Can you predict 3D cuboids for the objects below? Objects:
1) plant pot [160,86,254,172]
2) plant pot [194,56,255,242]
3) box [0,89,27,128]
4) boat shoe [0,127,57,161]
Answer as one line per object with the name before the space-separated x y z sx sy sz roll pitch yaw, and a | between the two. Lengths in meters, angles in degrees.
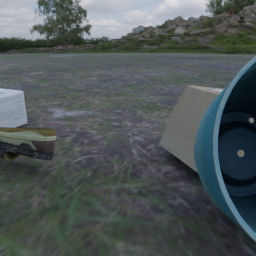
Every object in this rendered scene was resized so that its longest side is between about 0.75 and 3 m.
plant pot | 1.547 -0.058 4.909 1.375 1.218 1.374 2 16 -22
plant pot | 1.524 0.273 2.982 1.838 1.838 1.727 -1 -7 -2
box | -3.487 -0.418 6.882 1.364 0.891 1.357 8 19 23
boat shoe | -2.041 0.281 4.819 1.792 0.589 0.640 0 -1 21
